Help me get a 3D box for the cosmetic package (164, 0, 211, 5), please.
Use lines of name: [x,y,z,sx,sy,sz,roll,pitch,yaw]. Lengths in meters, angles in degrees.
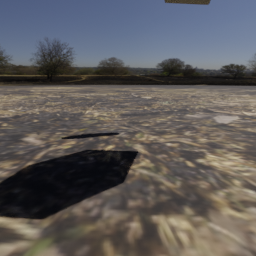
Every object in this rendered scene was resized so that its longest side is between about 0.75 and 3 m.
cosmetic package: [1.163,-3.253,5.066,1.003,1.632,1.627,5,13,10]
